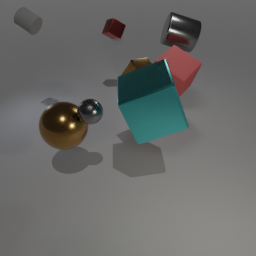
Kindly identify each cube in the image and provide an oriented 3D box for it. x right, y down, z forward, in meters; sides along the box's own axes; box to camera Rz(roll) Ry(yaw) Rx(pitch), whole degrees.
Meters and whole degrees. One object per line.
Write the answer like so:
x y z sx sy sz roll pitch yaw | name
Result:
-0.649 -4.502 12.790 0.700 0.700 0.700 20 1 -34 | cube
0.618 -0.683 7.290 1.400 1.400 1.400 -19 36 12 | cube
1.848 -2.177 11.324 1.400 1.400 1.400 38 59 13 | cube
0.352 -1.550 8.239 0.700 0.700 0.700 -19 71 -39 | cube

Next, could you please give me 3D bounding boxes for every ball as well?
-1.019 -0.442 7.576 0.700 0.700 0.700 0 32 0 | ball
-1.852 -0.066 8.112 1.400 1.400 1.400 0 32 0 | ball

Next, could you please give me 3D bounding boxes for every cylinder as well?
2.321 -4.233 12.440 1.400 1.400 1.400 14 31 -8 | cylinder
-3.514 -3.766 9.878 0.700 0.700 0.700 33 38 3 | cylinder
